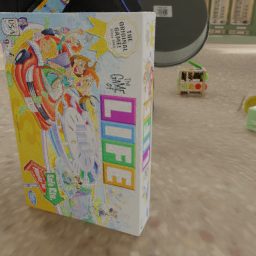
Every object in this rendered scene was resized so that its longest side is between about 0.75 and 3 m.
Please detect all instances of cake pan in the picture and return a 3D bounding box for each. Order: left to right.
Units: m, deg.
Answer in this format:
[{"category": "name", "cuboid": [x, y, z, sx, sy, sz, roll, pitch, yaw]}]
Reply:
[{"category": "cake pan", "cuboid": [0.816, -2.818, 7.043, 2.669, 2.669, 0.489, -2, -14, -4]}]

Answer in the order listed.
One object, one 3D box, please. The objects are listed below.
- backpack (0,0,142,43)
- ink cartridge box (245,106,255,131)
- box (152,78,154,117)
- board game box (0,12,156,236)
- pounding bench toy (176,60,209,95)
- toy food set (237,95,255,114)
[{"category": "backpack", "cuboid": [-1.185, -2.212, 5.372, 2.518, 2.299, 1.694, -21, 50, 23]}, {"category": "ink cartridge box", "cuboid": [4.746, -0.257, 7.229, 2.716, 0.651, 1.976, -13, 26, -30]}, {"category": "box", "cuboid": [0.077, -1.005, 8.777, 1.460, 0.921, 1.485, 0, 22, 6]}, {"category": "board game box", "cuboid": [-0.640, -0.040, 3.782, 1.903, 2.830, 0.484, 8, 23, 20]}, {"category": "pounding bench toy", "cuboid": [2.485, -2.091, 10.722, 1.132, 1.452, 0.902, 2, 22, 6]}, {"category": "toy food set", "cuboid": [3.848, -0.634, 8.364, 0.338, 0.608, 1.034, 13, 8, -30]}]
